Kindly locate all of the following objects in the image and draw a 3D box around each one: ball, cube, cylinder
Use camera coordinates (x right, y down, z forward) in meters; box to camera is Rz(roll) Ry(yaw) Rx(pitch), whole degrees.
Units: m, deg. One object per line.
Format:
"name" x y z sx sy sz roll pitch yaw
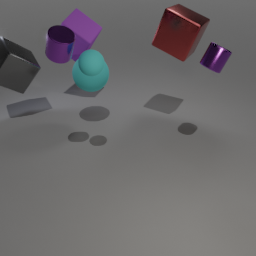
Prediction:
"ball" -1.424 -2.089 10.719 1.400 1.400 1.400 0 30 0
"cube" 1.947 -3.542 10.348 1.400 1.400 1.400 31 39 11
"cylinder" -1.767 -2.168 7.294 0.700 0.700 0.700 11 54 -16
"cube" -4.633 -2.487 11.228 1.400 1.400 1.400 20 26 -49
"ball" -0.978 -1.737 7.495 0.700 0.700 0.700 0 30 0
"cube" -2.230 -4.041 12.345 1.400 1.400 1.400 34 50 -12
"cylinder" 2.636 -2.116 8.430 0.700 0.700 0.700 22 23 -10
